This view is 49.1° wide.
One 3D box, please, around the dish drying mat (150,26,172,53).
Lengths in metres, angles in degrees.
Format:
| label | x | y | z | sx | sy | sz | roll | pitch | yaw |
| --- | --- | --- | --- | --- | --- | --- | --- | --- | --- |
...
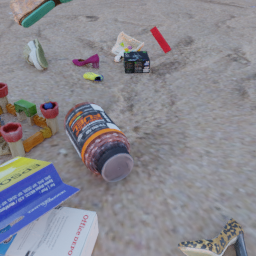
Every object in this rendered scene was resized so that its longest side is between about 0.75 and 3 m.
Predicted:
| label | x | y | z | sx | sy | sz | roll | pitch | yaw |
| --- | --- | --- | --- | --- | --- | --- | --- | --- | --- |
| dish drying mat | 1.204 | -3.246 | 10.318 | 0.094 | 1.034 | 0.397 | -45 | 15 | -26 |

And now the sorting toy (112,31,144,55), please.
| label | x | y | z | sx | sy | sz | roll | pitch | yaw |
| --- | --- | --- | --- | --- | --- | --- | --- | --- | --- |
| sorting toy | -0.115 | -3.937 | 13.835 | 1.378 | 0.736 | 1.241 | 35 | 62 | 21 |

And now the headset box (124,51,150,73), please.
| label | x | y | z | sx | sy | sz | roll | pitch | yaw |
| --- | --- | --- | --- | --- | --- | --- | --- | --- | --- |
| headset box | 0.370 | -2.953 | 12.443 | 1.099 | 0.585 | 1.262 | -2 | 35 | -2 |

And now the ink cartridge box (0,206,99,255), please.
| label | x | y | z | sx | sy | sz | roll | pitch | yaw |
| --- | --- | --- | --- | --- | --- | --- | --- | --- | --- |
| ink cartridge box | -1.477 | 2.075 | 5.169 | 1.605 | 0.689 | 1.175 | 7 | 36 | 10 |

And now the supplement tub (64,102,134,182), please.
| label | x | y | z | sx | sy | sz | roll | pitch | yaw |
| --- | --- | --- | --- | --- | --- | --- | --- | --- | --- |
| supplement tub | -0.740 | 0.333 | 7.178 | 1.244 | 1.244 | 2.326 | -17 | 38 | -23 |

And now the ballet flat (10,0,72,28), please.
| label | x | y | z | sx | sy | sz | roll | pitch | yaw |
| --- | --- | --- | --- | --- | --- | --- | --- | --- | --- |
| ballet flat | -2.452 | -4.377 | 8.899 | 2.957 | 0.994 | 1.006 | -34 | 0 | -9 |

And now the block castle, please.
| label | x | y | z | sx | sy | sz | roll | pitch | yaw |
| --- | --- | --- | --- | --- | --- | --- | --- | --- | --- |
| block castle | -3.585 | -0.433 | 8.207 | 2.815 | 1.321 | 1.881 | 21 | 40 | 27 |

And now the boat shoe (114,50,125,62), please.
| label | x | y | z | sx | sy | sz | roll | pitch | yaw |
| --- | --- | --- | --- | --- | --- | --- | --- | --- | --- |
| boat shoe | -0.319 | -3.385 | 13.292 | 0.299 | 0.305 | 0.862 | 23 | 56 | 20 |

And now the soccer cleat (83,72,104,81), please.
| label | x | y | z | sx | sy | sz | roll | pitch | yaw |
| --- | --- | --- | --- | --- | --- | --- | --- | --- | --- |
| soccer cleat | -1.433 | -2.080 | 11.451 | 0.879 | 0.284 | 0.368 | 9 | 32 | 10 |

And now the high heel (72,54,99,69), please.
| label | x | y | z | sx | sy | sz | roll | pitch | yaw |
| --- | --- | --- | --- | --- | --- | --- | --- | --- | --- |
| high heel | -1.910 | -3.127 | 12.597 | 1.437 | 0.691 | 0.485 | 13 | 37 | 17 |

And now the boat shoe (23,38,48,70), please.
| label | x | y | z | sx | sy | sz | roll | pitch | yaw |
| --- | --- | --- | --- | --- | --- | --- | --- | --- | --- |
| boat shoe | -4.244 | -3.228 | 12.720 | 0.823 | 0.899 | 2.406 | -26 | 41 | -2 |

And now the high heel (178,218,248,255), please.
| label | x | y | z | sx | sy | sz | roll | pitch | yaw |
| --- | --- | --- | --- | --- | --- | --- | --- | --- | --- |
| high heel | 1.577 | 2.061 | 5.338 | 1.368 | 0.488 | 0.975 | 14 | 39 | -5 |

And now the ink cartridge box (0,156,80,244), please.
| label | x | y | z | sx | sy | sz | roll | pitch | yaw |
| --- | --- | --- | --- | --- | --- | --- | --- | --- | --- |
| ink cartridge box | -2.715 | 1.434 | 5.215 | 2.699 | 0.642 | 2.731 | -30 | 15 | -37 |
